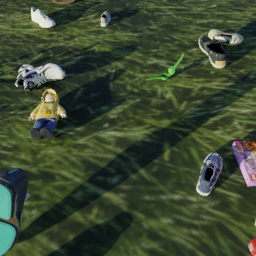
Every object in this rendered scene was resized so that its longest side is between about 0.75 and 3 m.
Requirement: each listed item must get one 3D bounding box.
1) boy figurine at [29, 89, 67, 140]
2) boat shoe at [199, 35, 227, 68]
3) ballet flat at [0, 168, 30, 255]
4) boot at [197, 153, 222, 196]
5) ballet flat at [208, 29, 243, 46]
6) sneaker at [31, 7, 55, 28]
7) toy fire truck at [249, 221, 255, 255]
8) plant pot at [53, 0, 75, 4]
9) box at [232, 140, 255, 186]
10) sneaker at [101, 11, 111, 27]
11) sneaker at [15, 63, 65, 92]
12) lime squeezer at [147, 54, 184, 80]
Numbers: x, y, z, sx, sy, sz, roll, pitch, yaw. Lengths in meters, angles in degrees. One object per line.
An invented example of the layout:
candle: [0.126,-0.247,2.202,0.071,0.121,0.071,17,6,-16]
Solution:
boy figurine: [-2.523,-0.475,8.980,1.175,0.609,1.891,0,51,4]
boat shoe: [3.482,-3.276,11.412,0.779,0.650,2.087,-7,47,-4]
ballet flat: [-2.549,1.774,5.996,0.860,2.353,0.860,15,30,-9]
boot: [2.269,1.094,7.545,0.525,0.652,1.443,18,51,15]
ballet flat: [4.126,-3.696,11.705,1.642,0.554,0.512,5,43,-14]
sneaker: [-4.036,-5.193,13.083,1.503,0.665,0.566,30,54,23]
toy fire truck: [3.372,2.403,6.592,1.457,0.355,1.027,-16,50,-12]
plant pot: [-3.530,-7.896,14.338,2.954,2.954,2.563,-18,68,-15]
box: [3.629,0.963,7.912,0.942,0.269,1.376,-4,49,-3]
sneaker: [-1.053,-5.286,13.298,0.421,0.462,1.128,1,49,1]
sneaker: [-3.205,-1.719,10.000,1.768,0.706,1.150,7,50,7]
lime squeezer: [1.453,-2.125,10.353,1.586,0.560,0.299,-33,38,8]
